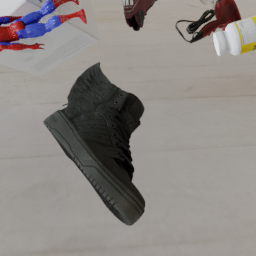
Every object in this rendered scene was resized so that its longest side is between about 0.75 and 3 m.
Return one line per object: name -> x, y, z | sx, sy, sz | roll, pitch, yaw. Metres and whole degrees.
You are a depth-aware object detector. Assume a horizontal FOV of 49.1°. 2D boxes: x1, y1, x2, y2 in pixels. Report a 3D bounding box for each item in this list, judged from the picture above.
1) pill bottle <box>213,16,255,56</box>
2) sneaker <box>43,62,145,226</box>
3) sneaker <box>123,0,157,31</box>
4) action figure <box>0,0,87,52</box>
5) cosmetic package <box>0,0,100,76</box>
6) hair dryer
pill bottle -> 2.338, -1.829, 5.563 | 1.157, 0.648, 0.648 | -15, 34, 12
sneaker -> -0.280, -0.022, 4.187 | 1.489, 0.857, 2.855 | -36, 43, -15
sneaker -> 0.384, -3.908, 9.221 | 0.880, 1.343, 2.325 | 9, 22, 27
action figure -> -2.066, -2.007, 5.666 | 2.415, 0.624, 0.790 | -21, 83, -7
cosmetic package -> -2.650, -2.878, 7.677 | 2.577, 1.589, 2.585 | -21, -16, 28
hair dryer -> 2.638, -3.185, 8.597 | 2.507, 1.910, 0.681 | 19, 1, -18
